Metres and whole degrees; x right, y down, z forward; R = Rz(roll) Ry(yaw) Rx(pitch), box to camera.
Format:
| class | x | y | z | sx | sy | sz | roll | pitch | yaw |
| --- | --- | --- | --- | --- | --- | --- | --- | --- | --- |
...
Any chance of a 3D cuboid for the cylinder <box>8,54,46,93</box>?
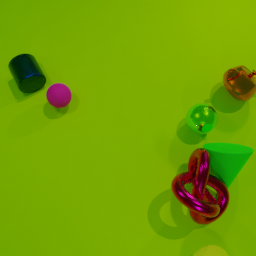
| class | x | y | z | sx | sy | sz | roll | pitch | yaw |
| --- | --- | --- | --- | --- | --- | --- | --- | --- | --- |
| cylinder | -3.165 | -1.710 | 8.817 | 0.894 | 0.894 | 0.894 | -28 | 71 | -11 |

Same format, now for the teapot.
| class | x | y | z | sx | sy | sz | roll | pitch | yaw |
| --- | --- | --- | --- | --- | --- | --- | --- | --- | --- |
| teapot | 3.560 | -1.414 | 8.591 | 1.832 | 0.897 | 1.139 | 16 | 48 | -37 |

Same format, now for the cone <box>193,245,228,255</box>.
| class | x | y | z | sx | sy | sz | roll | pitch | yaw |
| --- | --- | --- | --- | --- | --- | --- | --- | --- | --- |
| cone | 2.097 | 3.364 | 6.125 | 1.167 | 1.171 | 1.167 | 1 | 87 | -14 |

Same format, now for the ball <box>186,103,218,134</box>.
| class | x | y | z | sx | sy | sz | roll | pitch | yaw |
| --- | --- | --- | --- | --- | --- | --- | --- | --- | --- |
| ball | 2.158 | -0.273 | 8.214 | 0.910 | 0.910 | 0.910 | 0 | 69 | 0 |

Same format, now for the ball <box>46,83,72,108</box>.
| class | x | y | z | sx | sy | sz | roll | pitch | yaw |
| --- | --- | --- | --- | --- | --- | --- | --- | --- | --- |
| ball | -2.087 | -0.982 | 8.484 | 0.755 | 0.755 | 0.755 | 0 | 69 | 0 |

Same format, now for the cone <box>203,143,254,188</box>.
| class | x | y | z | sx | sy | sz | roll | pitch | yaw |
| --- | --- | --- | --- | --- | --- | --- | --- | --- | --- |
| cone | 2.721 | 1.191 | 7.783 | 1.329 | 1.329 | 1.334 | 1 | 99 | 0 |

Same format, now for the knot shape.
| class | x | y | z | sx | sy | sz | roll | pitch | yaw |
| --- | --- | --- | --- | --- | --- | --- | --- | --- | --- |
| knot shape | 1.812 | 1.585 | 7.070 | 0.927 | 1.877 | 2.006 | -19 | 87 | 32 |
